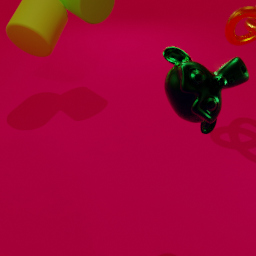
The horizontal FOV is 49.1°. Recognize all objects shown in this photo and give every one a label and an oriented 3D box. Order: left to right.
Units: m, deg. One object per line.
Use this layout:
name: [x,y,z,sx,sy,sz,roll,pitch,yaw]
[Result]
cylinder: [-2.720,-3.141,8.504,1.397,1.397,1.397,12,67,14]
cylinder: [-1.315,-4.115,8.689,1.338,1.338,1.338,-28,53,-30]
monkey head: [1.149,-0.632,4.252,1.125,1.564,0.942,-29,8,0]
knot shape: [3.383,-2.656,7.345,1.634,0.807,1.746,0,3,5]
